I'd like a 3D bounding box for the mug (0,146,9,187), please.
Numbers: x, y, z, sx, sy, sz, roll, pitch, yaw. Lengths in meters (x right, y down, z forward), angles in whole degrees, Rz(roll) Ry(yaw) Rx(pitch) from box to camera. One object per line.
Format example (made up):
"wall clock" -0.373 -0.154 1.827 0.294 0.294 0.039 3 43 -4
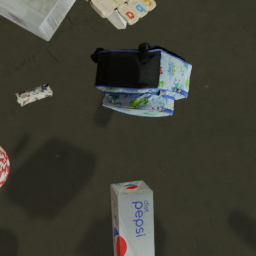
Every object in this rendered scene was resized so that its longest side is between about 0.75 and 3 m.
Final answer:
"mug" -2.908 0.467 5.035 1.579 2.367 2.101 44 76 4

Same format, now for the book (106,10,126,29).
"book" -0.299 -4.120 8.001 0.495 1.375 2.059 4 80 23

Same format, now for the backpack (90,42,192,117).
"backpack" 0.342 -0.832 5.335 1.511 1.651 1.214 9 97 40

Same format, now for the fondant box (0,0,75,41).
"fondant box" -1.839 -3.222 5.937 1.605 0.648 2.225 30 82 7

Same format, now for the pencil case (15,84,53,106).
"pencil case" -2.116 -0.746 6.306 0.800 0.358 0.311 -24 108 -25

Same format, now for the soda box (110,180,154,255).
"soda box" 0.063 1.513 3.895 0.500 0.464 1.464 -4 100 -15

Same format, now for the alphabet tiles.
"alphabet tiles" -0.230 -2.455 4.837 1.438 0.107 1.470 44 55 -3
